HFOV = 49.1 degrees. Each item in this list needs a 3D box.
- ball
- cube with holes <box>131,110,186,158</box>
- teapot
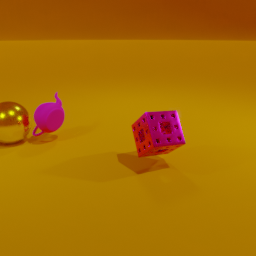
[{"bbox_3d":[-3.191,-0.144,7.526,1.144,1.144,1.144,0,19,0],"label":"ball"},{"bbox_3d":[0.651,0.138,6.227,0.784,0.784,0.784,-5,-19,-25],"label":"cube with holes"},{"bbox_3d":[-2.156,-0.358,7.611,0.670,1.368,0.851,24,-12,30],"label":"teapot"}]
